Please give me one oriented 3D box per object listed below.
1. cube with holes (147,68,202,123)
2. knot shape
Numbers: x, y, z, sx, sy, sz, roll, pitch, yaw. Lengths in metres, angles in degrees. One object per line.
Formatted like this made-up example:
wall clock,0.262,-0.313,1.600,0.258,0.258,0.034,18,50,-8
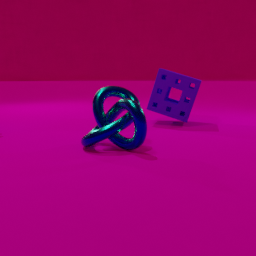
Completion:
cube with holes,1.304,-0.934,7.774,1.127,1.127,1.127,19,14,10
knot shape,-0.234,-0.235,5.197,1.403,1.313,0.648,-12,-35,28
